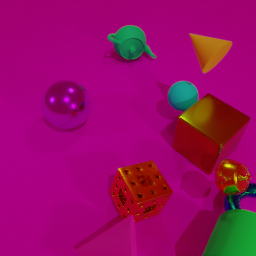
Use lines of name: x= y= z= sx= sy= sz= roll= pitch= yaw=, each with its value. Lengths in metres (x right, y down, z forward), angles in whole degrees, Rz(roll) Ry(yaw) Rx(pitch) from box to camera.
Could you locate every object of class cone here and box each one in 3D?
cone: x=-0.440 y=2.250 z=5.191 sx=1.146 sy=1.142 sz=1.142 roll=-6 pitch=49 yaw=4
cone: x=1.807 y=-1.978 z=6.731 sx=0.930 sy=0.930 sz=0.934 roll=-35 pitch=73 yaw=-26

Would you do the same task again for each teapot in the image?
teapot: x=0.144 y=-2.893 z=9.788 sx=1.897 sy=1.179 sz=0.929 roll=12 pitch=43 yaw=-27
teapot: x=2.012 y=0.947 z=5.344 sx=1.149 sy=0.562 sz=0.714 roll=4 pitch=83 yaw=-39

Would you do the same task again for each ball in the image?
ball: x=-1.692 y=-0.651 z=7.705 sx=1.354 sy=1.354 sz=1.354 roll=0 pitch=49 yaw=0
ball: x=1.495 y=-0.868 z=7.632 sx=0.820 sy=0.820 sz=0.820 roll=0 pitch=49 yaw=0

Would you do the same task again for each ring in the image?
ring: x=2.906 y=1.819 z=5.978 sx=1.691 sy=0.338 sz=1.691 roll=5 pitch=33 yaw=-4

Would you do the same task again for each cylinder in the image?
cylinder: x=1.975 y=2.220 z=4.911 sx=1.124 sy=1.124 sz=1.124 roll=26 pitch=40 yaw=21

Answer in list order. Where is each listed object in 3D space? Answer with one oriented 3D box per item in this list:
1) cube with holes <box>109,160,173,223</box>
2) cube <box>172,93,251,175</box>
cube with holes: x=0.254 y=1.396 z=6.098 sx=0.890 sy=0.890 sz=0.890 roll=-9 pitch=48 yaw=-29
cube: x=2.048 y=0.139 z=7.082 sx=1.251 sy=1.251 sz=1.251 roll=-36 pitch=58 yaw=-26
